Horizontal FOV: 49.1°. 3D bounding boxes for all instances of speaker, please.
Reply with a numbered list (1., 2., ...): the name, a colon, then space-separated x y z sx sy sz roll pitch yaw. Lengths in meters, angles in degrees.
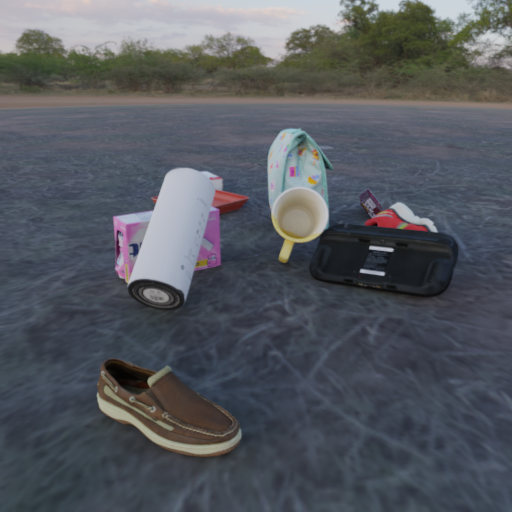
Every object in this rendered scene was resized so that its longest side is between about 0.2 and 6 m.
1. speaker: -1.373 -0.333 9.474 0.967 0.967 2.381 4 56 11

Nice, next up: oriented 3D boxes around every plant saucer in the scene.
1. plant saucer: -1.501 -1.413 15.116 1.919 0.352 1.915 19 27 40

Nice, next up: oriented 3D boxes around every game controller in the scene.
1. game controller: 2.252 0.044 10.143 2.578 0.543 1.345 8 61 30

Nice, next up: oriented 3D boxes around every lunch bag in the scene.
1. lunch bag: 0.989 -1.882 13.331 1.399 2.294 1.954 -4 15 -5

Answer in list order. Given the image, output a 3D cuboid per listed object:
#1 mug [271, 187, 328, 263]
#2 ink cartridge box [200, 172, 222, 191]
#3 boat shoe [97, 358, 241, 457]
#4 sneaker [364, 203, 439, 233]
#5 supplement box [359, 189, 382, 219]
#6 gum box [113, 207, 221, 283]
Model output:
1. mug: 0.725 -0.647 11.112 1.336 1.070 1.097 -38 -5 -4
2. ink cartridge box: -1.653 -2.199 17.052 0.887 0.515 1.202 -9 20 -24
3. boat shoe: -1.035 1.596 6.171 1.893 0.700 0.699 10 22 25
4. sneaker: 2.966 -0.221 11.321 1.124 1.020 2.648 -23 22 -3
5. supplement box: 2.973 -1.346 14.548 0.315 0.563 1.034 -37 10 19
6. gum box: -1.711 -0.259 10.671 2.024 1.149 0.669 -12 22 -31
